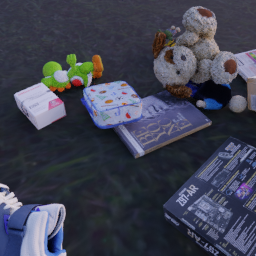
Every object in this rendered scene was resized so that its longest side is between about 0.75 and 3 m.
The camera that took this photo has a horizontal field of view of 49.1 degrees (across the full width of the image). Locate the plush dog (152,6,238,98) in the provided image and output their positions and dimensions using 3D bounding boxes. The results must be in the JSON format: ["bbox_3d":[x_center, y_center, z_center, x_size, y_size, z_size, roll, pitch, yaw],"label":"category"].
[{"bbox_3d":[1.816,-2.133,8.820,2.160,2.018,2.515,-24,87,-8],"label":"plush dog"}]

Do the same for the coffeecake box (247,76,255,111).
[{"bbox_3d":[5.386,-1.110,7.971,2.941,1.075,2.258,-11,14,-11],"label":"coffeecake box"}]

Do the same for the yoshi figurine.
[{"bbox_3d":[-2.004,-1.995,9.606,2.108,1.185,1.180,-20,33,-16],"label":"yoshi figurine"}]

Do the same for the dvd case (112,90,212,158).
[{"bbox_3d":[0.854,-0.283,8.427,2.627,0.210,1.953,-22,49,-20],"label":"dvd case"}]

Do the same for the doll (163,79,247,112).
[{"bbox_3d":[2.556,-1.258,9.099,2.653,0.643,1.810,29,56,26],"label":"doll"}]

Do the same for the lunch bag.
[{"bbox_3d":[-0.516,-0.725,8.183,1.523,0.718,1.900,-16,33,-15],"label":"lunch bag"}]

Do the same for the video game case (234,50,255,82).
[{"bbox_3d":[4.821,-2.116,10.112,1.776,0.224,1.949,-16,54,-16],"label":"video game case"}]

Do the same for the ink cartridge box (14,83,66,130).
[{"bbox_3d":[-2.701,-0.705,8.596,0.973,0.567,1.345,-31,53,-28],"label":"ink cartridge box"}]

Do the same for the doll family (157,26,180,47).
[{"bbox_3d":[2.047,-3.105,10.847,2.238,0.878,1.293,31,47,24],"label":"doll family"}]

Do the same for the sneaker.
[{"bbox_3d":[-2.082,1.571,5.286,1.955,1.076,2.670,-28,67,8],"label":"sneaker"}]

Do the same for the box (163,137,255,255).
[{"bbox_3d":[2.391,1.536,5.988,2.625,0.571,2.103,-39,49,-26],"label":"box"}]
